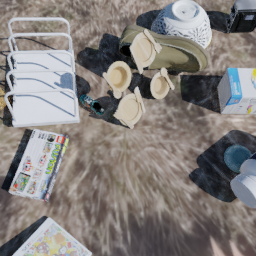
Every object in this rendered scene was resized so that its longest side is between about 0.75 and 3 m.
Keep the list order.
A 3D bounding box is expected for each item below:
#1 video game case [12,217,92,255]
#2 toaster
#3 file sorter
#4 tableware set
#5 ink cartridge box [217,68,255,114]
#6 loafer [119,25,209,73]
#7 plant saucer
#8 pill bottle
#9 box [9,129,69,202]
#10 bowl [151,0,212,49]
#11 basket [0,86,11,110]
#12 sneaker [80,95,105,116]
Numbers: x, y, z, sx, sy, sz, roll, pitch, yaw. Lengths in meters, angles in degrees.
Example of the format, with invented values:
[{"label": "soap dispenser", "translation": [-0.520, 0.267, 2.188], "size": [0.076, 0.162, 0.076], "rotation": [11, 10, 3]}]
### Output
[{"label": "video game case", "translation": [-1.765, 2.965, 6.431], "size": [1.385, 0.159, 1.261], "rotation": [34, 55, 14]}, {"label": "toaster", "translation": [3.927, -3.741, 9.365], "size": [1.092, 0.987, 0.648], "rotation": [-3, 64, -1]}, {"label": "file sorter", "translation": [-2.394, -1.609, 7.874], "size": [1.824, 1.637, 2.629], "rotation": [-4, 64, -11]}, {"label": "tableware set", "translation": [0.310, -1.321, 7.812], "size": [0.284, 2.045, 2.448], "rotation": [18, 58, 47]}, {"label": "ink cartridge box", "translation": [3.435, -1.038, 8.060], "size": [1.357, 0.999, 0.982], "rotation": [1, 64, 1]}, {"label": "loafer", "translation": [0.996, -2.254, 8.654], "size": [2.963, 1.127, 0.999], "rotation": [22, 67, 21]}, {"label": "plant saucer", "translation": [3.053, 0.814, 7.642], "size": [0.821, 0.158, 0.821], "rotation": [0, 64, 0]}, {"label": "pill bottle", "translation": [3.578, 1.046, 6.988], "size": [2.017, 1.120, 1.120], "rotation": [-35, 69, -15]}, {"label": "box", "translation": [-2.334, 0.962, 7.476], "size": [0.993, 0.313, 1.805], "rotation": [12, 65, 6]}, {"label": "bowl", "translation": [1.840, -3.528, 9.272], "size": [2.105, 0.988, 2.105], "rotation": [0, 65, 0]}, {"label": "basket", "translation": [-3.909, -0.915, 7.997], "size": [0.756, 1.015, 0.724], "rotation": [-36, 70, -18]}, {"label": "sneaker", "translation": [-1.054, -0.741, 8.262], "size": [0.945, 0.378, 0.337], "rotation": [36, 70, 16]}]
